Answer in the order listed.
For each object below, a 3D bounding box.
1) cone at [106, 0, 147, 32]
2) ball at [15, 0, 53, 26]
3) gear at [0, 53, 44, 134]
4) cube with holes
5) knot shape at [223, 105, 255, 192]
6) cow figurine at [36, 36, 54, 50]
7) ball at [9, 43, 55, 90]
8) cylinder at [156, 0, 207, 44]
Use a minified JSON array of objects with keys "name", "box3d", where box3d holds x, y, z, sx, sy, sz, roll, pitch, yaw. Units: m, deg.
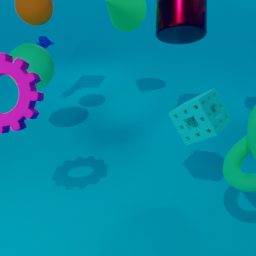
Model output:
[{"name":"cone","box3d":[-0.315,-3.686,8.475,1.330,1.330,1.335,18,16,25]},{"name":"ball","box3d":[-2.462,-3.203,7.374,0.963,0.963,0.963,0,33,0]},{"name":"gear","box3d":[-2.101,-0.573,4.731,1.308,1.308,0.242,5,4,7]},{"name":"cube with holes","box3d":[1.468,-0.223,5.689,0.761,0.761,0.761,-31,4,-43]},{"name":"knot shape","box3d":[2.564,0.268,4.580,1.928,1.804,0.891,14,2,44]},{"name":"cow figurine","box3d":[-2.909,-2.636,9.427,0.494,0.900,0.886,7,14,27]},{"name":"ball","box3d":[-2.664,-1.671,7.700,1.255,1.255,1.255,0,33,0]},{"name":"cylinder","box3d":[1.353,-2.965,7.127,1.276,1.276,1.276,1,-4,0]}]
